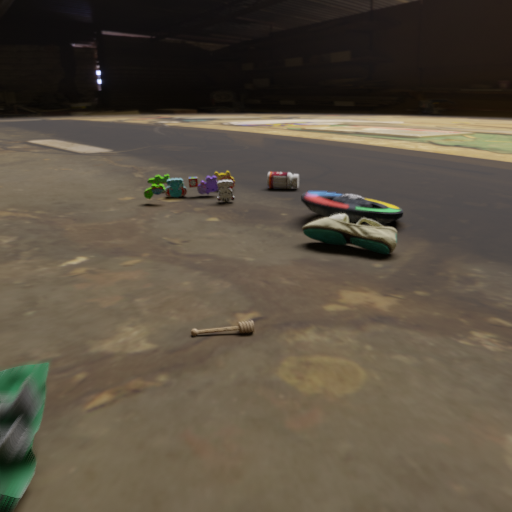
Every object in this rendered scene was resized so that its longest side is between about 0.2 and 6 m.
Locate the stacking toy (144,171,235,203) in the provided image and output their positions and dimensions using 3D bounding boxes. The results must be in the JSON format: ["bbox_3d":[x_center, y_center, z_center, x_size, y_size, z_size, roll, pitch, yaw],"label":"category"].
[{"bbox_3d":[-1.857,-1.937,15.980,2.591,0.609,1.954,-4,17,-4],"label":"stacking toy"}]

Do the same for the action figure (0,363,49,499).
[{"bbox_3d":[-3.033,1.562,4.877,2.194,0.600,1.296,-9,41,1],"label":"action figure"}]

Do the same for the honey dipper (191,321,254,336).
[{"bbox_3d":[-0.459,0.990,7.578,0.848,0.161,0.161,-4,18,-5],"label":"honey dipper"}]

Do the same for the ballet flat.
[{"bbox_3d":[1.905,-0.506,11.266,1.941,0.674,0.674,15,23,25],"label":"ballet flat"}]

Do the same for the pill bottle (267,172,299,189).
[{"bbox_3d":[0.820,-2.285,17.034,0.926,0.507,0.507,3,18,10],"label":"pill bottle"}]

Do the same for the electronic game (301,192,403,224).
[{"bbox_3d":[2.264,-1.205,13.284,2.411,0.502,2.411,8,14,-2],"label":"electronic game"}]
